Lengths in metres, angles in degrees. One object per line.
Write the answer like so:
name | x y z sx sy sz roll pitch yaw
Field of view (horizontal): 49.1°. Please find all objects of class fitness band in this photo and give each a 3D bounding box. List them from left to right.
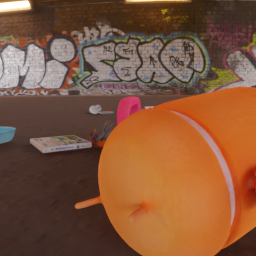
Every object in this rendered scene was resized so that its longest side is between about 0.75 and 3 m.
fitness band | 0.058 -0.086 7.241 0.368 1.412 1.966 -1 11 11

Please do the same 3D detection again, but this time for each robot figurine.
robot figurine | 0.828 0.425 3.123 2.725 1.589 1.960 -15 44 -33

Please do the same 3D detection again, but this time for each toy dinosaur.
toy dinosaur | -0.622 0.292 7.447 1.402 0.811 1.545 -20 12 34

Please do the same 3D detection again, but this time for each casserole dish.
casserole dish | -4.290 0.281 8.231 1.267 0.406 2.093 3 10 20

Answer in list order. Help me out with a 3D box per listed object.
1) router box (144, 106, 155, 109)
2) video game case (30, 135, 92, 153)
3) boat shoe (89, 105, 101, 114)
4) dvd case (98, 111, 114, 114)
router box | 2.107 -0.623 13.286 2.622 0.640 2.353 0 9 2
video game case | -1.958 0.431 8.039 1.357 0.164 1.489 -5 9 -30
boat shoe | -2.072 -1.078 17.164 0.458 0.532 1.478 -30 1 18
dvd case | -1.377 -0.964 17.387 0.831 0.091 0.607 -5 10 -34
